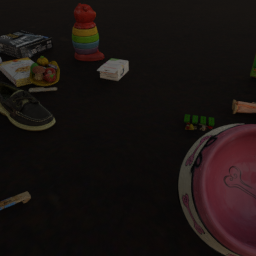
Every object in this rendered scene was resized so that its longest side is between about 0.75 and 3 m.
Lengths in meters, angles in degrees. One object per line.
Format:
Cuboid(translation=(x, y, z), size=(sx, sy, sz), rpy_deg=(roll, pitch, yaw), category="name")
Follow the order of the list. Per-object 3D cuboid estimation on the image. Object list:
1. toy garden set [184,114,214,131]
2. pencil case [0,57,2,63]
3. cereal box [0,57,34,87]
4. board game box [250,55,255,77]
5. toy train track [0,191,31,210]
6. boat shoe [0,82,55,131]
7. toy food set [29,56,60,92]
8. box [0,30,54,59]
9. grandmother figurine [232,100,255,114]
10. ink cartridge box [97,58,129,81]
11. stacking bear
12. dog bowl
Cuboid(translation=(2.160, -0.113, 8.554), size=(0.898, 0.179, 0.749), rpy_deg=(8, 33, 11), category="toy garden set")
Cuboid(translation=(-5.894, -2.523, 11.532), size=(0.760, 0.829, 1.828), rpy_deg=(-38, 25, 22), category="pencil case")
Cuboid(translation=(-4.323, -2.338, 11.522), size=(1.312, 0.360, 1.823), rpy_deg=(-24, 45, -35), category="cereal box")
Cuboid(translation=(6.205, -2.340, 10.859), size=(2.482, 1.261, 0.591), rpy_deg=(27, 41, 34), category="board game box")
Cuboid(translation=(-2.809, 1.755, 5.743), size=(1.622, 0.264, 0.930), rpy_deg=(-19, 31, -35), category="toy train track")
Cuboid(translation=(-3.413, -0.749, 8.817), size=(2.763, 0.908, 0.987), rpy_deg=(24, 41, 32), category="boat shoe")
Cuboid(translation=(-3.213, -2.192, 10.714), size=(1.134, 0.629, 1.927), rpy_deg=(-2, 44, -12), category="toy food set")
Cuboid(translation=(-5.428, -4.305, 14.331), size=(2.497, 0.621, 1.969), rpy_deg=(22, 40, 29), category="box")
Cuboid(translation=(4.235, -0.614, 9.054), size=(1.562, 0.473, 0.947), rpy_deg=(4, 43, 11), category="grandmother figurine")
Cuboid(translation=(-0.622, -2.387, 11.625), size=(0.843, 0.484, 1.439), rpy_deg=(13, 36, 19), category="ink cartridge box")
Cuboid(translation=(-1.948, -4.469, 13.006), size=(1.357, 2.386, 1.449), rpy_deg=(-14, 36, -19), category="stacking bear")
Cuboid(translation=(2.181, 1.045, 4.851), size=(2.523, 0.930, 2.523), rpy_deg=(0, 77, 1), category="dog bowl")
